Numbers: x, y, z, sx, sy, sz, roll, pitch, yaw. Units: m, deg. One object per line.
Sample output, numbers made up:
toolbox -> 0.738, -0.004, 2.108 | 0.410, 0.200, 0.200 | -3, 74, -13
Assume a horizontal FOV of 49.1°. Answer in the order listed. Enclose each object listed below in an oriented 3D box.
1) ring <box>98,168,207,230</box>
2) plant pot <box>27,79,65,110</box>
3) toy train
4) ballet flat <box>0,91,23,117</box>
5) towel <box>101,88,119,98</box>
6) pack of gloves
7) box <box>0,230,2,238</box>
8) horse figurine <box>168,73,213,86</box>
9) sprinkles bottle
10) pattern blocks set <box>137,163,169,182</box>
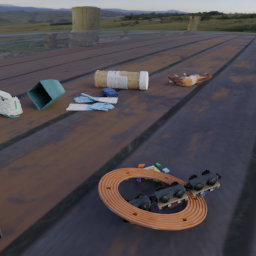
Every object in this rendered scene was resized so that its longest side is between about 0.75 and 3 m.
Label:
ring -> 0.501, 1.457, 5.959 | 2.311, 0.222, 2.311 | 10, 18, -3
plant pot -> -3.329, -1.490, 11.821 | 0.910, 0.910, 1.288 | -32, 5, 29
toy train -> 0.926, 1.439, 5.876 | 2.369, 0.543, 0.404 | -16, 37, -15
ballet flat -> -5.276, -1.124, 11.382 | 2.715, 0.974, 0.974 | 14, 28, 30
towel -> -0.853, -1.670, 13.372 | 0.558, 0.243, 1.000 | -10, 25, -21
pack of gloves -> -1.512, -1.191, 12.129 | 1.980, 0.391, 1.663 | 1, 23, 4
box -> -3.034, 1.859, 5.123 | 0.914, 0.522, 1.003 | 19, 30, 38
horse figurine -> 3.257, -2.647, 15.156 | 2.290, 0.572, 1.518 | -14, 26, -29
sprinkles bottle -> -0.330, -2.452, 14.302 | 2.678, 0.914, 0.914 | 3, 24, 8
pattern blocks set -> 0.548, 1.144, 7.273 | 0.969, 0.079, 0.851 | -21, 32, -39
